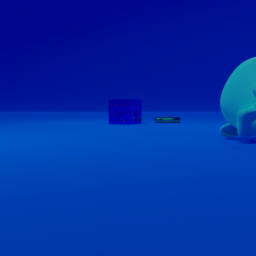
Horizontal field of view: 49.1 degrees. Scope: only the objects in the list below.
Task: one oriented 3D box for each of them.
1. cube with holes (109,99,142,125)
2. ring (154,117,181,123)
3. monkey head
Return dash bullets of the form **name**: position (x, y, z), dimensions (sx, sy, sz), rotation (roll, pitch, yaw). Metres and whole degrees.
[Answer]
- **cube with holes**: position (-0.101, -0.623, 10.781), dimensions (0.930, 0.930, 0.930), rotation (2, 4, 32)
- **ring**: position (1.672, -0.342, 11.835), dimensions (1.130, 0.226, 1.130), rotation (0, 3, 0)
- **monkey head**: position (2.331, -0.448, 4.658), dimensions (1.435, 1.995, 1.202), rotation (20, 26, -2)
